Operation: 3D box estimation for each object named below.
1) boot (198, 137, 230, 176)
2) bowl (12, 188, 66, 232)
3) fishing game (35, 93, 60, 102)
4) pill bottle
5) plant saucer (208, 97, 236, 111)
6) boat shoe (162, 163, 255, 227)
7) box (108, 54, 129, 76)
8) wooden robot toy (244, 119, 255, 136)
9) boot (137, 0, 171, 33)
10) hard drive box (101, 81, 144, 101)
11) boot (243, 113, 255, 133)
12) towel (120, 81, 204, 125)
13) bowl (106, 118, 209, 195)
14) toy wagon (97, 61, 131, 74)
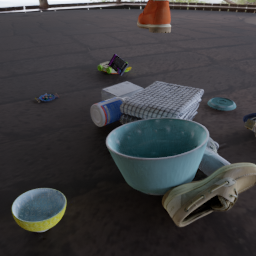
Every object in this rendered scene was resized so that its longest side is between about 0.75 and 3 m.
[{"bbox_3d":[2.614,0.783,9.020,1.165,0.896,2.437,-27,38,-29],"label":"boot"},{"bbox_3d":[-2.145,2.115,6.849,1.263,0.680,1.263,4,24,-2],"label":"bowl"},{"bbox_3d":[-4.017,-1.558,13.941,1.115,0.173,0.799,-16,36,-26],"label":"fishing game"},{"bbox_3d":[-0.615,-0.751,11.698,1.721,0.966,0.966,-22,36,-33],"label":"pill bottle"},{"bbox_3d":[4.445,-1.175,13.251,1.305,0.179,1.305,0,29,0],"label":"plant saucer"},{"bbox_3d":[2.343,1.752,7.290,2.856,1.030,0.928,-15,38,-15],"label":"boat shoe"},{"bbox_3d":[-0.395,-2.559,11.326,0.764,0.546,0.138,42,20,18],"label":"box"},{"bbox_3d":[5.379,0.220,10.506,1.940,0.855,0.880,14,-3,24],"label":"wooden robot toy"},{"bbox_3d":[1.047,-4.665,11.245,0.995,1.423,2.653,-9,25,-14],"label":"boot"},{"bbox_3d":[-0.262,-1.634,13.587,1.634,0.627,1.273,-23,36,-34],"label":"hard drive box"},{"bbox_3d":[5.660,-0.362,11.263,1.888,0.687,0.853,-8,36,-12],"label":"boot"},{"bbox_3d":[1.415,-0.784,11.516,2.470,1.276,2.983,16,35,29],"label":"towel"},{"bbox_3d":[0.859,0.858,8.048,2.852,1.492,2.852,-5,21,2],"label":"bowl"},{"bbox_3d":[-0.752,-3.805,17.642,2.227,0.441,1.728,23,37,34],"label":"toy wagon"}]
